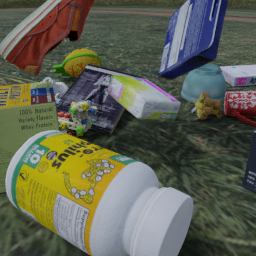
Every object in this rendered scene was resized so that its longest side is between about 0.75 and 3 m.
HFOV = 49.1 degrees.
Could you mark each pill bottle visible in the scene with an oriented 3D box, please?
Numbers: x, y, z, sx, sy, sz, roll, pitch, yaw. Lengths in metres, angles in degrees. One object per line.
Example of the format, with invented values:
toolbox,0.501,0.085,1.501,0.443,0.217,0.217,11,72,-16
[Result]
pill bottle,-0.495,1.148,4.626,2.852,1.608,1.608,18,33,30

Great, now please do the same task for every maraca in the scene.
maraca,-2.139,-2.637,11.858,2.163,1.157,1.483,-15,-19,24

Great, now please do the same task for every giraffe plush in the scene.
giraffe plush,2.657,-0.662,9.058,0.810,0.862,0.999,4,-9,-15

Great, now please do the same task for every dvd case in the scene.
dvd case,-0.963,-1.050,9.070,2.027,0.218,2.726,16,50,13

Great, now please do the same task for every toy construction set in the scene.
toy construction set,-1.717,-0.378,7.874,1.838,1.205,0.847,19,34,32

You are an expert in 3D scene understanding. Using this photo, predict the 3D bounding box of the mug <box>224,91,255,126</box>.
mug,3.824,-0.703,8.811,1.418,0.946,1.259,3,27,13

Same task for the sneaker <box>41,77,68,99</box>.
sneaker,-2.650,-1.309,9.725,0.925,1.088,2.458,1,28,4

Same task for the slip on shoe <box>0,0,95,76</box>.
slip on shoe,-1.270,-2.257,5.771,2.980,0.912,1.104,-51,20,-16

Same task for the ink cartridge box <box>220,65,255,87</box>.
ink cartridge box,5.466,-2.329,12.217,2.539,0.533,1.515,-7,29,-6

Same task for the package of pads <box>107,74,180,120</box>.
package of pads,0.303,-0.710,6.269,1.119,0.494,1.448,-1,30,-38

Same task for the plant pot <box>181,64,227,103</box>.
plant pot,2.877,-1.733,10.468,1.693,1.134,1.693,-1,28,0

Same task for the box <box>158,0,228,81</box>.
box,1.426,-2.102,6.048,0.455,1.702,2.810,13,-2,-11

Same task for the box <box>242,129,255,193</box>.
box,3.063,0.691,5.650,1.064,1.438,0.750,23,36,36

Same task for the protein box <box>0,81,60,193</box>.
protein box,-2.454,0.184,6.069,1.911,1.925,1.298,-8,30,-15
